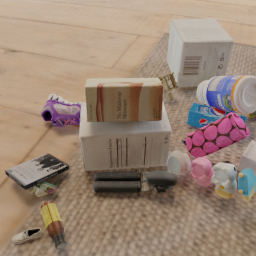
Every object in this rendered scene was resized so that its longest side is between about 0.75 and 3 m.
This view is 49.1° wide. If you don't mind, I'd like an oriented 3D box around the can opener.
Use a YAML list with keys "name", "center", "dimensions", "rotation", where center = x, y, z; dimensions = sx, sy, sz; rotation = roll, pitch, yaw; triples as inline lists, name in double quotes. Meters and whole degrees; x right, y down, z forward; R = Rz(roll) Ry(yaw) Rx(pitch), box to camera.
- name: "can opener"
  center: [0.195, 1.554, 8.542]
  dimensions: [2.552, 0.848, 0.672]
  rotation: [-4, 45, 5]

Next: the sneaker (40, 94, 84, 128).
- name: "sneaker"
  center: [-2.310, -0.442, 10.768]
  dimensions: [2.560, 1.030, 1.132]
  rotation: [16, 50, 24]

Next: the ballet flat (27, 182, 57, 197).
- name: "ballet flat"
  center: [-2.795, 1.813, 8.586]
  dimensions: [1.326, 0.458, 0.472]
  rotation: [15, 62, 24]

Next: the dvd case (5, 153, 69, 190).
- name: "dvd case"
  center: [-2.844, 1.316, 8.846]
  dimensions: [1.181, 0.194, 1.571]
  rotation: [21, 31, 37]

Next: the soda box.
- name: "soda box"
  center: [3.356, -0.291, 10.716]
  dimensions: [2.039, 0.692, 0.654]
  rotation: [18, 44, 20]

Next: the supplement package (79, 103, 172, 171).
- name: "supplement package"
  center: [-0.132, 0.222, 9.377]
  dimensions: [2.780, 1.665, 1.686]
  rotation: [-3, 43, -3]

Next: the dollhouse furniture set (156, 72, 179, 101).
- name: "dollhouse furniture set"
  center: [1.816, -1.834, 12.337]
  dimensions: [0.607, 1.092, 0.966]
  rotation: [-22, 12, -6]

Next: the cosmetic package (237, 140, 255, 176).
- name: "cosmetic package"
  center: [4.666, 1.263, 8.958]
  dimensions: [1.929, 0.687, 0.978]
  rotation: [26, 48, 27]

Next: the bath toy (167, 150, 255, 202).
- name: "bath toy"
  center: [2.432, 1.346, 8.447]
  dimensions: [2.634, 1.146, 0.974]
  rotation: [15, 20, 40]

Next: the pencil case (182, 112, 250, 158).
- name: "pencil case"
  center: [2.759, 0.232, 8.897]
  dimensions: [0.917, 2.021, 0.947]
  rotation: [15, 58, -36]

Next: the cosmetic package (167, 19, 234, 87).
- name: "cosmetic package"
  center: [3.252, -3.631, 13.326]
  dimensions: [2.253, 2.267, 2.709]
  rotation: [-3, 41, -3]

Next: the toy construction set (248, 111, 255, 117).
- name: "toy construction set"
  center: [5.038, -0.678, 11.098]
  dimensions: [1.083, 1.175, 1.409]
  rotation: [-23, 52, 1]

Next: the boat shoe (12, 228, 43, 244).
- name: "boat shoe"
  center: [-2.696, 2.851, 7.472]
  dimensions: [0.801, 0.263, 0.288]
  rotation: [-8, 42, -9]

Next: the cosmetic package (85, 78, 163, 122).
- name: "cosmetic package"
  center: [-0.124, -0.842, 8.302]
  dimensions: [2.202, 1.138, 0.961]
  rotation: [-2, 23, -2]

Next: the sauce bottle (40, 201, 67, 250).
- name: "sauce bottle"
  center: [-2.014, 2.632, 7.596]
  dimensions: [0.454, 0.454, 1.377]
  rotation: [-17, 45, -18]

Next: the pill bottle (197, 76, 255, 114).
- name: "pill bottle"
  center: [3.824, -1.340, 10.909]
  dimensions: [1.368, 1.368, 2.442]
  rotation: [-19, 16, -21]
